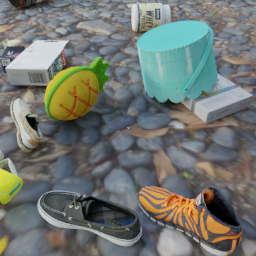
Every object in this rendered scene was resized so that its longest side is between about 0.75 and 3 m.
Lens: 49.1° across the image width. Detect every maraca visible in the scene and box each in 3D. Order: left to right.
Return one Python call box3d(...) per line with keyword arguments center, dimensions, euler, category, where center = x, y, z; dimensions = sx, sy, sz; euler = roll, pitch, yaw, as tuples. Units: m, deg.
box3d(center=(-1.393, -1.118, 8.072), dimensions=(1.263, 1.618, 2.360), euler=(38, 60, 19), category="maraca")

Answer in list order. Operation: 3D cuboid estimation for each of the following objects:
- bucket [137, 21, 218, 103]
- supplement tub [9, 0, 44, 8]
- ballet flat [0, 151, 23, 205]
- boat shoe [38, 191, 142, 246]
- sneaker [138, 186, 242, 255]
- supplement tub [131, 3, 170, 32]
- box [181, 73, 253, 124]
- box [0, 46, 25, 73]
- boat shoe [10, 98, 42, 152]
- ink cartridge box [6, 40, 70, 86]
box3d(center=(1.541, -2.179, 8.893), dimensions=(2.586, 1.682, 2.586), euler=(-12, 37, 9), category="bucket")
box3d(center=(-5.701, -7.985, 16.377), dimensions=(1.361, 1.361, 2.544), euler=(25, 46, 26), category="supplement tub")
box3d(center=(-3.057, 0.877, 6.265), dimensions=(2.324, 0.777, 0.779), euler=(27, 57, 39), category="ballet flat")
box3d(center=(-0.798, 1.651, 5.620), dimensions=(2.277, 0.645, 0.782), euler=(13, 42, 15), category="boat shoe")
box3d(center=(1.169, 1.469, 5.410), dimensions=(2.133, 1.195, 0.827), euler=(22, 45, 24), category="sneaker")
box3d(center=(1.060, -5.226, 13.232), dimensions=(1.693, 1.227, 1.227), euler=(-4, 41, -4), category="supplement tub")
box3d(center=(2.491, -1.211, 9.120), dimensions=(1.819, 0.480, 2.333), euler=(-19, 43, -21), category="box")
box3d(center=(-4.334, -2.626, 10.674), dimensions=(0.687, 0.596, 1.123), euler=(-3, 40, -5), category="box")
box3d(center=(-2.678, -0.186, 7.535), dimensions=(0.579, 0.633, 1.694), euler=(-35, 61, 15), category="boat shoe")
box3d(center=(-3.169, -2.490, 10.404), dimensions=(1.483, 0.685, 2.722), euler=(3, 36, 6), category="ink cartridge box")
